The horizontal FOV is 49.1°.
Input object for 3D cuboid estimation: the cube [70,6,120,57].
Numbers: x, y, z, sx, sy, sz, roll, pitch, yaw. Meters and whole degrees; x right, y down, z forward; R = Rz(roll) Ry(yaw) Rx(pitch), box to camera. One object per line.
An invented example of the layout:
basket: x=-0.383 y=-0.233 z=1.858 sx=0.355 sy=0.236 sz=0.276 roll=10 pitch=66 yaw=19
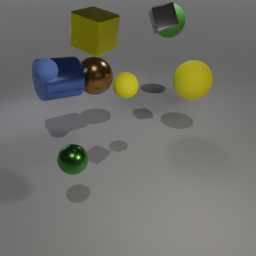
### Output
cube: x=-0.663 y=-1.951 z=5.626 sx=0.700 sy=0.700 sz=0.700 roll=27 pitch=40 yaw=20

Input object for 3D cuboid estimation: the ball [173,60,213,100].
ball: x=2.332 y=-1.725 z=10.114 sx=1.400 sy=1.400 sz=1.400 roll=0 pitch=29 yaw=0

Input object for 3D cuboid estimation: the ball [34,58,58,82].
ball: x=-2.443 y=-1.728 z=8.364 sx=0.700 sy=0.700 sz=0.700 roll=0 pitch=29 yaw=0

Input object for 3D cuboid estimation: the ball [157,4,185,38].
ball: x=1.755 y=-4.615 z=12.062 sx=1.400 sy=1.400 sz=1.400 roll=0 pitch=29 yaw=0

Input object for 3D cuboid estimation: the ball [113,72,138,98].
ball: x=-0.068 y=-1.167 z=7.642 sx=0.700 sy=0.700 sz=0.700 roll=0 pitch=29 yaw=0

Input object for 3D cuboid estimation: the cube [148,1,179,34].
cube: x=1.091 y=-3.411 z=8.686 sx=0.700 sy=0.700 sz=0.700 roll=-18 pitch=12 yaw=2

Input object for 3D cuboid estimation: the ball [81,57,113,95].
ball: x=-1.255 y=-1.945 z=10.471 sx=1.400 sy=1.400 sz=1.400 roll=0 pitch=29 yaw=0

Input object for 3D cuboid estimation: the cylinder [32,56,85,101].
cylinder: x=-2.414 y=-1.721 z=9.699 sx=1.400 sy=1.400 sz=1.400 roll=-14 pitch=31 yaw=-32

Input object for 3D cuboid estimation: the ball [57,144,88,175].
ball: x=-1.254 y=0.712 z=6.369 sx=0.700 sy=0.700 sz=0.700 roll=0 pitch=29 yaw=0
